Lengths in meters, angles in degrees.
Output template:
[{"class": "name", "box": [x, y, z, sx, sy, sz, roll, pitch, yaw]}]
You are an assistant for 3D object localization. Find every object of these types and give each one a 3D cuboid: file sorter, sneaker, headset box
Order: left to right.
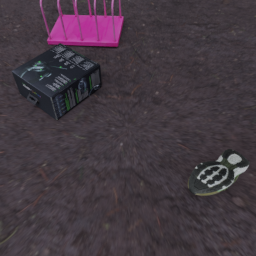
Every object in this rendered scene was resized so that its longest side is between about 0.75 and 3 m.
[{"class": "headset box", "box": [-2.068, -1.378, 8.171, 1.724, 0.919, 1.980, 32, 56, 23]}, {"class": "file sorter", "box": [-1.572, -4.158, 10.035, 2.578, 1.617, 1.791, 4, 51, 6]}, {"class": "sneaker", "box": [1.836, 1.090, 5.748, 1.803, 0.799, 0.693, -16, 42, -39]}]
